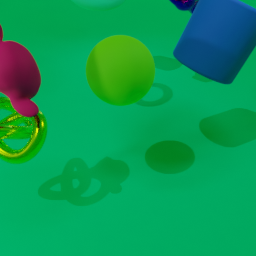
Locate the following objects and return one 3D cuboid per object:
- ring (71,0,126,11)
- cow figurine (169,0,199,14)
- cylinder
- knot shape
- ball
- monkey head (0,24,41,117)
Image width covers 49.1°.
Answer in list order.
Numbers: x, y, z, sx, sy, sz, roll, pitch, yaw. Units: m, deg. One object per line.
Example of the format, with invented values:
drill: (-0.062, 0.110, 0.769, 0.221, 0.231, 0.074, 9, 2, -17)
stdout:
ring: (-0.711, -3.246, 6.441, 1.491, 0.298, 1.491, 3, 60, -6)
cow figurine: (1.846, -3.678, 8.196, 1.517, 0.846, 1.541, 43, 34, -13)
cylinder: (1.810, -1.795, 5.565, 1.380, 1.380, 1.380, 21, 27, -11)
knot shape: (-1.935, 0.044, 4.620, 1.390, 0.686, 1.485, 16, 34, 23)
ball: (-0.125, -0.952, 4.710, 1.160, 1.160, 1.160, 0, 38, 0)
monkey head: (-1.800, -0.735, 4.036, 1.008, 1.401, 0.844, -25, 7, -19)
